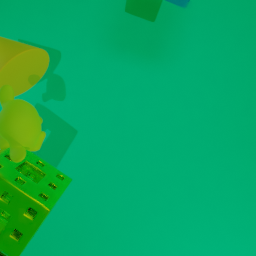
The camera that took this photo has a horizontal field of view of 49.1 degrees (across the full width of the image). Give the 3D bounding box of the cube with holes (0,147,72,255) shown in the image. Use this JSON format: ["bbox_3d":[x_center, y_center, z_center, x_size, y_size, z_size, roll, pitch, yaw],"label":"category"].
[{"bbox_3d":[-1.985,1.248,4.808,1.289,1.289,1.289,35,100,-3],"label":"cube with holes"}]

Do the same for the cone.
[{"bbox_3d":[-2.698,-1.620,6.044,1.376,1.376,1.381,-43,82,-7],"label":"cone"}]

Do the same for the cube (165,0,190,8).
[{"bbox_3d":[1.062,-3.473,6.013,1.038,1.038,1.038,20,63,-7],"label":"cube"}]

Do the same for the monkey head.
[{"bbox_3d":[-1.740,0.014,4.257,0.884,0.740,1.228,-21,72,7],"label":"monkey head"}]
